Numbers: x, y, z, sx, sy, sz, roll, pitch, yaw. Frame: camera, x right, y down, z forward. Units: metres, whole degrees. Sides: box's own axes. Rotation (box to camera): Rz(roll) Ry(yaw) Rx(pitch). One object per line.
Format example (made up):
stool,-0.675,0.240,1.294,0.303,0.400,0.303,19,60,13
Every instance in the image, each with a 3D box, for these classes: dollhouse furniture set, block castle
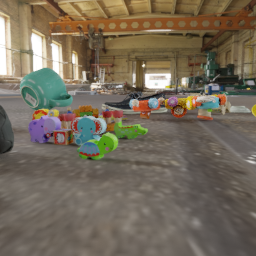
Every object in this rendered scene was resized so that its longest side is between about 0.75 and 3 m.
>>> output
dollhouse furniture set,3.411,-0.836,11.735,1.439,0.800,1.273,5,-15,33
block castle,-0.857,-0.218,6.371,1.334,0.626,0.892,-6,4,-25

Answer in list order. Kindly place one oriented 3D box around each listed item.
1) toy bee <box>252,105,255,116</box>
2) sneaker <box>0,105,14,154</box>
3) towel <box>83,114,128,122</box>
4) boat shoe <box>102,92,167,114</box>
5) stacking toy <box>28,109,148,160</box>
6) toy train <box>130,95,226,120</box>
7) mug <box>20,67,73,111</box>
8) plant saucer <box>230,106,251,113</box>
toy bee,3.830,-0.432,6.359,1.897,1.575,2.897,-4,-21,37
sneaker,-2.643,0.137,4.092,2.275,0.864,1.033,-2,17,27
towel,-0.889,-0.332,9.141,1.521,0.173,1.092,5,10,36
boat shoe,0.314,-1.070,11.779,2.920,0.909,1.089,-4,11,-17
stacking toy,-1.125,0.002,5.184,2.624,0.617,1.978,3,9,17
toy train,1.618,-0.614,9.158,2.938,0.817,2.207,3,9,39
mug,-3.648,-1.607,12.106,2.155,1.771,1.332,-3,26,36
plant saucer,4.860,-0.829,12.348,1.031,0.259,1.031,0,9,0
